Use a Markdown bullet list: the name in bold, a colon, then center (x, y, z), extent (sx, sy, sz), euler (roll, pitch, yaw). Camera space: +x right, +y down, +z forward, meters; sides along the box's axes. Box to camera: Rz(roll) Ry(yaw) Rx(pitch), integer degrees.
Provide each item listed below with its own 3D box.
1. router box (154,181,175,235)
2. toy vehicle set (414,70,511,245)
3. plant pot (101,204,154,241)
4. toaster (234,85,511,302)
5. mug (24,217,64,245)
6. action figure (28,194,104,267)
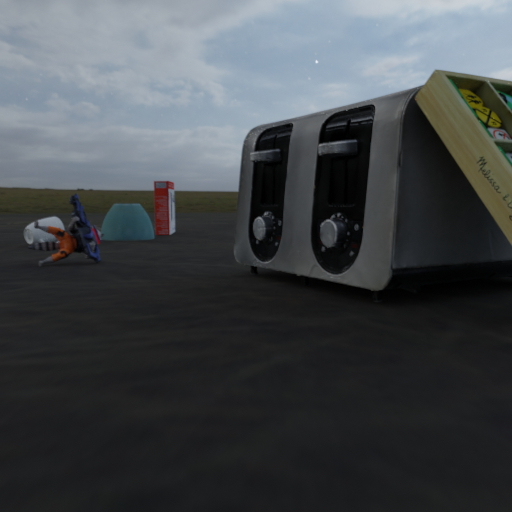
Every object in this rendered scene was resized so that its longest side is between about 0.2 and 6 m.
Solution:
- **router box**: center (-2.866, -1.513, 17.593), extent (0.446, 1.640, 1.828), euler (-1, 6, -3)
- **toy vehicle set**: center (2.619, -0.550, 4.841), extent (1.605, 2.583, 0.342), euler (-4, -33, -30)
- **plant pot**: center (-3.479, -0.929, 15.140), extent (1.426, 0.960, 1.426), euler (0, 5, 0)
- **toaster**: center (1.928, -0.774, 7.294), extent (3.655, 2.169, 3.305), euler (-3, 7, -29)
- **mug**: center (-4.760, -0.464, 12.672), extent (0.835, 0.616, 0.732), euler (36, 33, 25)
- **action figure**: center (-3.070, -0.368, 9.162), extent (1.168, 1.207, 0.631), euler (-4, -16, -46)
